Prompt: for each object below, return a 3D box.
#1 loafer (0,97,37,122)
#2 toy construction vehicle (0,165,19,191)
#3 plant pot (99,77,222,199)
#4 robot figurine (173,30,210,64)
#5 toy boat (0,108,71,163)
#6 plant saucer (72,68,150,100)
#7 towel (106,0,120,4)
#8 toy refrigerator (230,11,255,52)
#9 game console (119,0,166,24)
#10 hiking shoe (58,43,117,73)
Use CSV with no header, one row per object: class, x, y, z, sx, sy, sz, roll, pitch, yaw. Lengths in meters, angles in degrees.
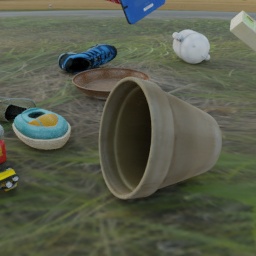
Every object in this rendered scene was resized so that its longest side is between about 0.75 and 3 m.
loafer,-3.504,-0.522,7.824,1.782,0.670,0.621,-7,23,-13
toy construction vehicle,-2.932,1.008,5.157,1.455,0.512,1.267,-26,48,-36
plant pot,0.653,0.214,5.255,1.813,2.089,2.089,4,23,-28
robot figurine,3.095,-4.023,13.823,2.136,1.422,2.518,24,21,-20
toy boat,-2.301,0.050,6.446,1.637,0.905,1.947,21,33,34
plant saucer,-0.599,-1.588,10.102,2.778,0.508,2.778,0,28,0
towel,-1.270,-4.208,8.200,1.968,0.221,1.424,25,1,24
toy refrigerator,2.976,-2.222,6.634,1.128,0.395,0.428,30,56,-17
game console,0.091,-3.598,7.398,1.490,1.272,0.882,-41,34,-25
hiking shoe,-1.650,-2.958,12.443,2.783,1.035,1.207,-21,40,-17
